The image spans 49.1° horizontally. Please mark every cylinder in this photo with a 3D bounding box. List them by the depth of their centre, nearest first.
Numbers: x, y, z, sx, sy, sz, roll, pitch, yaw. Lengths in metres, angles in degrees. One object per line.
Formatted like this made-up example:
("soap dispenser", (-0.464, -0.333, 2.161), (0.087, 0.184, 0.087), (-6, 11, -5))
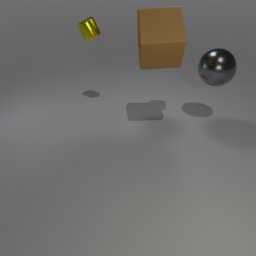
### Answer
("cylinder", (-1.527, -3.876, 10.977), (0.700, 0.700, 0.700), (-23, 29, 13))

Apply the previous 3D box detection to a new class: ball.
("ball", (3.331, -2.260, 10.487), (1.400, 1.400, 1.400), (0, 29, 0))

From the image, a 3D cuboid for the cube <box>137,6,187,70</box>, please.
("cube", (1.051, -2.919, 9.221), (1.400, 1.400, 1.400), (-3, 68, 1))
